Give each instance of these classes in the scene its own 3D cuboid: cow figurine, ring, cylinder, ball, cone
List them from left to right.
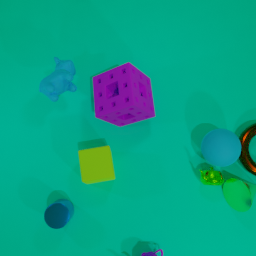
[{"bbox_3d":[-2.138,-1.514,8.497,1.429,0.785,1.407,-35,49,-23],"label":"cow figurine"},{"bbox_3d":[-1.941,2.425,7.967,0.709,0.709,0.709,0,85,0],"label":"cylinder"},{"bbox_3d":[2.694,0.568,8.141,1.107,1.107,1.107,0,76,0],"label":"ball"},{"bbox_3d":[3.534,1.846,8.269,0.990,0.986,0.986,-10,75,-30],"label":"cone"},{"bbox_3d":[4.201,0.667,8.514,1.746,0.349,1.746,0,80,2],"label":"ring"}]

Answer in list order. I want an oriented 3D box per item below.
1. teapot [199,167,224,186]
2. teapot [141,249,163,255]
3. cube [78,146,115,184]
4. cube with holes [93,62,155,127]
[{"bbox_3d":[2.444,1.416,8.235,1.099,0.684,0.538,11,76,-36],"label":"teapot"},{"bbox_3d":[0.508,3.684,7.602,1.172,0.728,0.574,-24,87,-28],"label":"teapot"},{"bbox_3d":[-0.896,1.099,8.208,0.899,0.899,0.899,-9,75,-3],"label":"cube"},{"bbox_3d":[-0.113,-0.910,8.199,1.265,1.265,1.265,-16,70,29],"label":"cube with holes"}]
